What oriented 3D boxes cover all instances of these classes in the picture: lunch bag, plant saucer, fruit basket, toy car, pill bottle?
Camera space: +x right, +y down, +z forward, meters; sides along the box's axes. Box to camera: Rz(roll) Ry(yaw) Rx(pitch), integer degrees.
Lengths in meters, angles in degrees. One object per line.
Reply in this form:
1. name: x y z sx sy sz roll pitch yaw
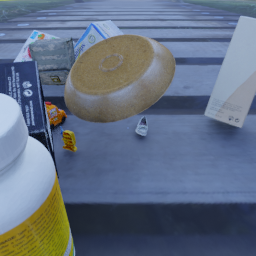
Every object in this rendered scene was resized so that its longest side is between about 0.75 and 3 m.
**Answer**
1. lunch bag: -2.690 -2.357 10.324 1.419 1.731 1.018 -2 28 6
2. plant saucer: -0.334 -1.429 6.850 2.934 0.519 2.934 -11 50 13
3. fruit basket: -3.840 -3.251 12.369 2.385 1.118 2.209 24 77 15
4. toy car: -1.944 -0.205 8.263 2.306 0.767 1.131 23 37 38
5. pill bottle: -1.727 1.112 3.770 1.673 2.966 1.673 -2 36 1

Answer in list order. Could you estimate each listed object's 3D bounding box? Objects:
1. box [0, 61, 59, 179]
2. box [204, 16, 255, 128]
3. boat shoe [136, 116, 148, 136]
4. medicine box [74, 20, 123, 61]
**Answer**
1. box: -2.878 0.187 5.482 2.651 2.607 1.557 -9 64 -14
2. box: 3.321 -1.575 8.238 1.128 2.901 1.377 22 14 19
3. boat shoe: 0.442 -0.055 8.481 0.340 0.296 0.923 16 26 1
4. medicine box: -1.346 -3.526 12.211 1.088 1.926 2.114 45 31 -2
